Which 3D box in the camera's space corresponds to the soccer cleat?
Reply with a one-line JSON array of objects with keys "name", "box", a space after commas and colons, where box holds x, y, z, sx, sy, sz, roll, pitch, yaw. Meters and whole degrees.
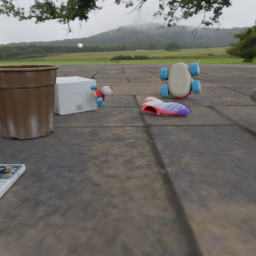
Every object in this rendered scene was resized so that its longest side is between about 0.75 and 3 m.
[{"name": "soccer cleat", "box": [1.494, -0.713, 11.087, 1.909, 0.651, 0.699, 14, 50, 18]}]

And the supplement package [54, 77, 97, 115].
[{"name": "supplement package", "box": [-2.531, -1.450, 12.067, 1.717, 1.321, 1.796, -11, 20, -34]}]

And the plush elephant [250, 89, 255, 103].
[{"name": "plush elephant", "box": [5.016, -0.436, 8.189, 2.338, 1.810, 1.925, -28, 52, 20]}]

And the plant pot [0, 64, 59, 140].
[{"name": "plant pot", "box": [-3.149, -0.854, 8.661, 2.114, 2.093, 2.114, -1, 17, 0]}]

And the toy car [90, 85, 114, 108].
[{"name": "toy car", "box": [-0.949, -1.401, 11.315, 0.868, 0.800, 0.767, -24, -23, 1]}]

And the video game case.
[{"name": "video game case", "box": [-2.979, 1.046, 5.565, 1.422, 0.166, 1.293, 0, 16, 2]}]

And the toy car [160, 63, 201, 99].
[{"name": "toy car", "box": [2.999, -2.304, 15.261, 2.003, 1.922, 2.174, -6, -16, 22]}]
